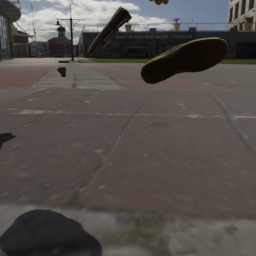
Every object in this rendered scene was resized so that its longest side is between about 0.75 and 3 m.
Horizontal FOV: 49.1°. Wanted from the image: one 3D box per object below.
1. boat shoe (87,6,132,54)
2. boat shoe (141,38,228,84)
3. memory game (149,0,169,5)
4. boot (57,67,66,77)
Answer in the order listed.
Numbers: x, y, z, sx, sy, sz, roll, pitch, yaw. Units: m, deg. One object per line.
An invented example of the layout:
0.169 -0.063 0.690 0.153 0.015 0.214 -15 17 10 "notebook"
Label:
-0.650 -3.282 9.762 0.568 1.995 0.667 38 18 -14 "boat shoe"
1.066 -1.363 5.503 1.697 0.612 0.551 -18 26 16 "boat shoe"
0.667 -3.665 7.197 1.172 1.172 0.075 19 66 49 "memory game"
-1.955 -1.641 8.319 0.281 0.288 0.763 -10 10 -12 "boot"
